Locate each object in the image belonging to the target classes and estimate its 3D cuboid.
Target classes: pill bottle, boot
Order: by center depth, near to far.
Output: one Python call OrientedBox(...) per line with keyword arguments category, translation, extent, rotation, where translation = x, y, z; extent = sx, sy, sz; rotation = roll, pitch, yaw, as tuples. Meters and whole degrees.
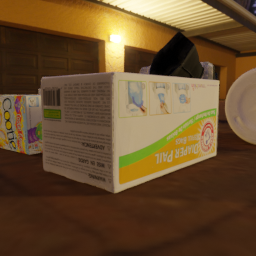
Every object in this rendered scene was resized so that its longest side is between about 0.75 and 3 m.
OrientedBox(category="pill bottle", translation=(3.810, -0.544, 6.842), extent=(2.847, 1.704, 1.704), rotation=(-5, 8, -43))
OrientedBox(category="boot", translation=(1.311, -1.261, 8.331), extent=(0.958, 2.405, 2.917), rotation=(30, 10, 16))

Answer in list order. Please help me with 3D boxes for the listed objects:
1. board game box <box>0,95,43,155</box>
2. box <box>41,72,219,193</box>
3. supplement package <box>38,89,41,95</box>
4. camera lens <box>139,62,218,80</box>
OrientedBox(category="board game box", translation=(-2.247, -0.167, 6.031), extent=(2.126, 1.115, 1.095), rotation=(5, 9, 40))
OrientedBox(category="box", translation=(0.207, -0.110, 4.493), extent=(1.518, 1.368, 2.699), rotation=(6, 9, 41))
OrientedBox(category="supplement package", translation=(-3.895, -1.564, 16.301), extent=(2.439, 1.426, 1.431), rotation=(-1, 7, -14))
OrientedBox(category="camera lens", translation=(2.027, -1.403, 11.164), extent=(2.921, 2.337, 2.337), rotation=(1, 7, 15))
